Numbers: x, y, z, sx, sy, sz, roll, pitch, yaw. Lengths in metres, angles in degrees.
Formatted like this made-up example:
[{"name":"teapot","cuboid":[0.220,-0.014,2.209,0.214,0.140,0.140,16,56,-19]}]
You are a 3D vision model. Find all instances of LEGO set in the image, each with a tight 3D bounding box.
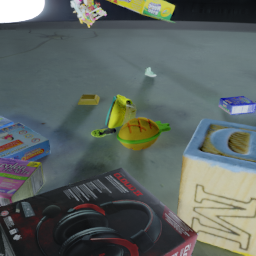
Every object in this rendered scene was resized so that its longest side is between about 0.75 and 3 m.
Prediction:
[{"name":"LEGO set","cuboid":[-1.250,-4.306,10.099,0.827,1.022,2.223,-20,23,18]}]

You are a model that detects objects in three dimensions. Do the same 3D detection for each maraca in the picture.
[{"name":"maraca","cuboid":[0.493,0.112,8.610,1.787,0.956,1.225,-21,28,-34]}]

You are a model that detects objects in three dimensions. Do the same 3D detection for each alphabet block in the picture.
[{"name":"alphabet block","cuboid":[2.097,1.094,5.582,1.837,1.871,1.827,12,28,23]}]

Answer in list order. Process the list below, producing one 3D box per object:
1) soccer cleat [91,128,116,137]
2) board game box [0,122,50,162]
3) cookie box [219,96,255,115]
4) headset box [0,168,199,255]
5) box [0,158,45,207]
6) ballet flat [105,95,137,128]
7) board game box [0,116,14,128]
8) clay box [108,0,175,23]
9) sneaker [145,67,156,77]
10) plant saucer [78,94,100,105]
[{"name":"soccer cleat","cuboid":[-0.817,0.152,9.414,0.833,0.269,0.348,-10,0,-12]},{"name":"board game box","cuboid":[-3.532,0.564,8.207,1.749,0.499,1.786,23,34,38]},{"name":"cookie box","cuboid":[4.413,-0.930,11.338,1.096,0.412,0.937,-6,27,-11]},{"name":"headset box","cuboid":[-0.423,1.841,4.595,2.802,1.051,2.082,-12,33,-37]},{"name":"box","cuboid":[-2.786,1.340,6.475,1.158,0.636,1.316,5,26,11]},{"name":"ballet flat","cuboid":[-0.176,-0.635,10.016,0.964,0.961,2.877,14,16,-3]},{"name":"board game box","cuboid":[-5.330,0.159,9.074,1.897,0.459,2.508,17,30,32]},{"name":"clay box","cuboid":[0.397,-4.472,9.946,2.744,0.653,1.576,35,29,33]},{"name":"sneaker","cuboid":[1.278,-3.188,15.877,0.783,0.462,0.288,24,33,37]},{"name":"plant saucer","cuboid":[-1.717,-1.277,12.282,0.877,0.212,0.877,0,27,0]}]
